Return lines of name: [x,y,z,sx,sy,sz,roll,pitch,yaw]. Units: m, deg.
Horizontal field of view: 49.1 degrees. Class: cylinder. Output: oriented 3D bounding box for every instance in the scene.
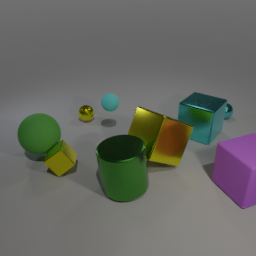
cylinder: [-0.137,1.120,8.059,1.400,1.400,1.400,-5,28,3]

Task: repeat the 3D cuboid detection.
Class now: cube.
cube: [3.477,1.177,8.067,1.400,1.400,1.400,-12,31,-20]
cube: [2.859,-0.415,10.929,1.400,1.400,1.400,20,35,31]
cube: [0.973,0.258,9.078,1.400,1.400,1.400,15,7,-38]
cube: [-2.126,0.950,8.881,0.700,0.700,0.700,-37,22,12]

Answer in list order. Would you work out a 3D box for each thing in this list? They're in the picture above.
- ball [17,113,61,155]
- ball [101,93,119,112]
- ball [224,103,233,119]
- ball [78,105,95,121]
ball: [-2.971,0.202,9.424,1.400,1.400,1.400,0,29,0]
ball: [-0.696,-0.986,10.844,0.700,0.700,0.700,0,29,0]
ball: [4.250,-0.755,12.278,0.700,0.700,0.700,0,29,0]
ball: [-1.789,-0.643,12.021,0.700,0.700,0.700,0,29,0]
